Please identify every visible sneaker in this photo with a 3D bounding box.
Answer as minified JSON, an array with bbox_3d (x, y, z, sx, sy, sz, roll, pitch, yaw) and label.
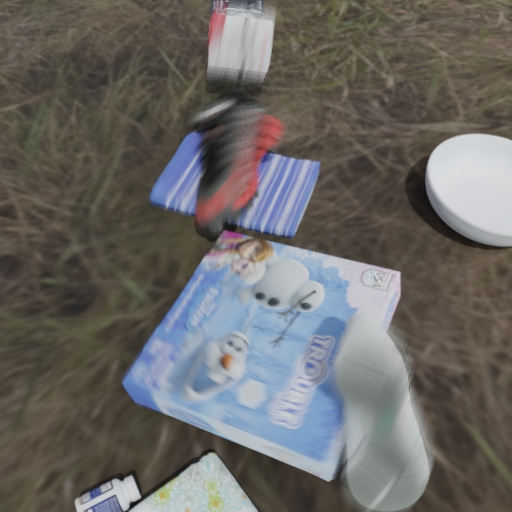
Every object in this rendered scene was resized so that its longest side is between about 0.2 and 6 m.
[{"bbox_3d":[-0.484,-1.618,8.748,0.991,1.370,2.805,-13,41,33],"label":"sneaker"},{"bbox_3d":[1.291,1.629,5.781,0.806,2.293,0.919,-6,23,11],"label":"sneaker"}]

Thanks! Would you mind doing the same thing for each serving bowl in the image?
[{"bbox_3d":[3.769,-0.965,9.066,2.201,0.724,2.201,2,53,-3],"label":"serving bowl"}]

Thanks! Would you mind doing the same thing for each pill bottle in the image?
[{"bbox_3d":[-1.668,2.770,6.340,0.660,0.366,0.366,-23,55,-17],"label":"pill bottle"}]

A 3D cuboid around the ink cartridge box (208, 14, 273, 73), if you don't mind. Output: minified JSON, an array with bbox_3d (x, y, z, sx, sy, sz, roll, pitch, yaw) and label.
[{"bbox_3d":[-0.283,-3.861,10.195,1.112,0.816,0.461,6,42,1],"label":"ink cartridge box"}]

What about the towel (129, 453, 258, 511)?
[{"bbox_3d":[-0.728,3.128,6.040,1.613,0.388,1.381,-30,58,-22],"label":"towel"}]

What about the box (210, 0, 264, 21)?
[{"bbox_3d":[-0.411,-5.033,12.373,1.186,0.748,1.207,0,51,-2],"label":"box"}]

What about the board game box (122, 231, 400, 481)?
[{"bbox_3d":[0.150,1.049,7.246,2.713,0.591,2.726,14,54,23],"label":"board game box"}]

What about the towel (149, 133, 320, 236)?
[{"bbox_3d":[-0.327,-1.285,9.577,2.550,0.304,1.846,15,50,11],"label":"towel"}]
